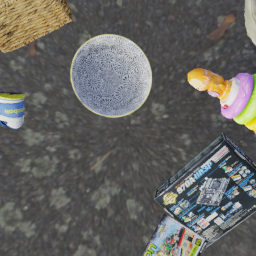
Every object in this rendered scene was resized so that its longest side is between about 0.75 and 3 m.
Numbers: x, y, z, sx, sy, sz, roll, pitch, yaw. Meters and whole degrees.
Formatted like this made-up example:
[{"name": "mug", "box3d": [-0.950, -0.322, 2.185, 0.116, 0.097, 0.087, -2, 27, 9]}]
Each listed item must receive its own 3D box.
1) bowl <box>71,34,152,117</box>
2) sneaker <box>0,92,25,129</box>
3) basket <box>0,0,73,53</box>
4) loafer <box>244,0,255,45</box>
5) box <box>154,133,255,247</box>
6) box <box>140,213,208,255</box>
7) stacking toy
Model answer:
[{"name": "bowl", "box3d": [-0.431, -1.099, 6.274, 1.759, 0.825, 1.759, 0, 90, -17]}, {"name": "sneaker", "box3d": [-2.983, -0.418, 6.394, 1.877, 0.694, 0.772, 9, 110, 43]}, {"name": "basket", "box3d": [-2.133, -2.450, 5.262, 1.709, 1.273, 1.219, -27, 79, 3]}, {"name": "loafer", "box3d": [2.896, -2.618, 6.359, 0.629, 1.800, 0.628, -34, 47, 2]}, {"name": "box", "box3d": [2.062, 1.537, 6.743, 1.819, 0.526, 2.288, 43, 108, -4]}, {"name": "box", "box3d": [0.638, 2.481, 5.015, 0.886, 0.279, 1.609, 25, 79, 33]}, {"name": "stacking toy", "box3d": [2.094, -0.496, 4.771, 2.314, 1.343, 1.270, 19, 88, -4]}]
